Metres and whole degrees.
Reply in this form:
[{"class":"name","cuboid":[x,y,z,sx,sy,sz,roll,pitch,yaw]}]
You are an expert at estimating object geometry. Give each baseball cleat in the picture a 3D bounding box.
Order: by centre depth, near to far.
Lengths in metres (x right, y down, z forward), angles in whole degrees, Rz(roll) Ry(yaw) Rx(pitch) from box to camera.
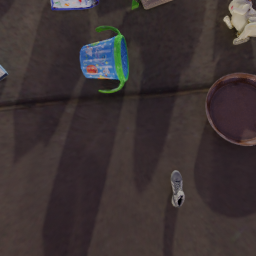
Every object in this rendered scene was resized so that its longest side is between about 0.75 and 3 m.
[{"class":"baseball cleat","cuboid":[1.361,1.611,7.450,0.335,0.512,0.961,0,80,-13]}]

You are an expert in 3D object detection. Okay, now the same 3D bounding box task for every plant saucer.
[{"class":"plant saucer","cuboid":[3.280,-0.529,8.073,2.171,0.374,2.171,0,77,0]}]

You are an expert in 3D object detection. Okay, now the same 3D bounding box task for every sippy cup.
[{"class":"sippy cup","cuboid":[-0.681,-1.950,8.052,1.228,1.315,1.675,-2,56,10]}]

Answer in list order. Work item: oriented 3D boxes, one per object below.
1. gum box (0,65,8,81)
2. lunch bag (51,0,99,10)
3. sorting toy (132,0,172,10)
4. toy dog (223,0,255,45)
[{"class":"gum box","cuboid":[-5.404,-1.936,8.295,2.344,0.614,2.758,-40,79,-9]},{"class":"lunch bag","cuboid":[-1.704,-4.489,8.819,1.509,0.934,1.283,-3,75,-12]},{"class":"sorting toy","cuboid":[0.823,-4.527,9.147,2.150,0.293,1.211,-22,81,-5]},{"class":"toy dog","cuboid":[3.601,-3.448,8.556,1.278,0.920,1.319,-16,74,-7]}]
